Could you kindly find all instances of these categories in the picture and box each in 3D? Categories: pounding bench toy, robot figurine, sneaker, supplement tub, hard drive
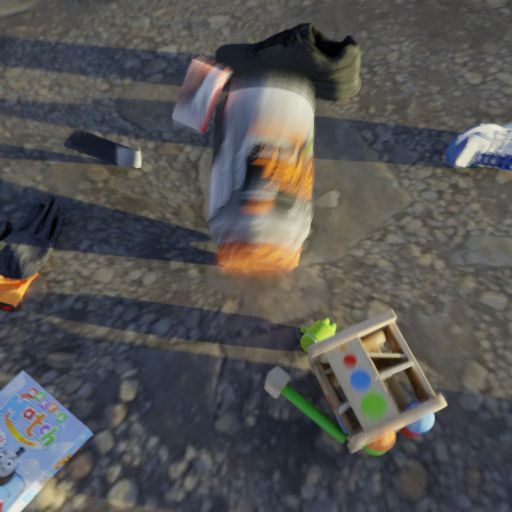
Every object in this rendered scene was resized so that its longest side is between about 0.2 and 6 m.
[{"bbox_3d":[1.387,2.146,8.306,2.176,1.352,1.698,-24,67,-4],"label":"pounding bench toy"},{"bbox_3d":[1.059,1.405,9.640,0.626,0.413,0.714,37,63,23],"label":"robot figurine"},{"bbox_3d":[0.768,-4.764,13.201,3.548,1.610,1.347,7,58,6],"label":"sneaker"},{"bbox_3d":[5.175,-2.237,11.877,2.359,0.888,1.040,-17,57,-11],"label":"sneaker"},{"bbox_3d":[0.092,-1.320,10.237,1.842,1.842,3.006,2,82,1],"label":"supplement tub"},{"bbox_3d":[-3.005,-2.130,11.286,1.226,1.818,0.385,20,98,-1],"label":"hard drive"}]

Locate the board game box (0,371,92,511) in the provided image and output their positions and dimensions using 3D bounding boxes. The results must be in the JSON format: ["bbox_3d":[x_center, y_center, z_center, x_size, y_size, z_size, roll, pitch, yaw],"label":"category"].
[{"bbox_3d":[-3.831,3.016,8.536,1.577,0.381,2.084,32,60,21],"label":"board game box"}]

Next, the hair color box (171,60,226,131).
[{"bbox_3d":[-1.008,-2.809,9.867,0.592,1.068,0.341,26,17,9],"label":"hair color box"}]

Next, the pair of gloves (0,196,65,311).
[{"bbox_3d":[-5.346,-0.296,10.857,2.939,0.363,2.618,10,56,6],"label":"pair of gloves"}]
